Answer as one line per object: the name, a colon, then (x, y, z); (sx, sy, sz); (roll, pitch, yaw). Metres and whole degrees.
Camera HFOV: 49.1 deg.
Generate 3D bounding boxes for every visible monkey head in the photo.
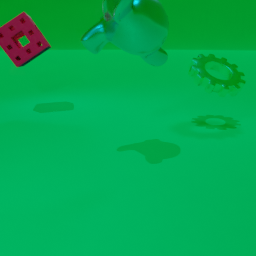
monkey head: (-0.029, -1.663, 4.863); (1.197, 1.430, 1.987); (51, 8, 26)

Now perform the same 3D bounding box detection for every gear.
gear: (2.554, -1.546, 8.080); (1.601, 0.296, 1.601); (8, 48, -9)

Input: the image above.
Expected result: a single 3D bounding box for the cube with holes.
cube with holes: (-3.537, -2.950, 9.497); (1.243, 1.243, 1.243); (-34, 18, 0)
